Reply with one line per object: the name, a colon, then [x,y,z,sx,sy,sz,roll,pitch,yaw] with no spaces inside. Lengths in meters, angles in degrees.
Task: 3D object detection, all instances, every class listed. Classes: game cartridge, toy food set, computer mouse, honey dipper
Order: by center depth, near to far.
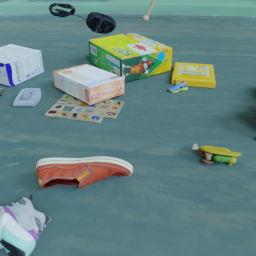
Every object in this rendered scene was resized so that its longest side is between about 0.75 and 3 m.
computer mouse: [-0.685,-1.745,4.382,1.089,0.319,0.185,9,58,-31]
toy food set: [2.090,0.680,6.755,1.139,0.372,0.670,9,10,10]
honey dipper: [0.941,-4.326,9.109,0.341,1.797,0.341,19,34,-13]
game cartridge: [-3.366,-1.039,9.507,0.738,0.230,1.109,3,33,-3]
game cartridge: [2.593,-2.131,11.113,1.617,0.298,1.835,6,32,9]

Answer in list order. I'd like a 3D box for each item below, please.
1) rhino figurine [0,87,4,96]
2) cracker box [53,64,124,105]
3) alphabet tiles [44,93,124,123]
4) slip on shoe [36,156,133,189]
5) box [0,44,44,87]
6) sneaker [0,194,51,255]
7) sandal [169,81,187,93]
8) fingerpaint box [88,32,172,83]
rhino figurine: [-4.584,-1.211,9.669,0.465,0.318,1.064,-2,31,-4]
cracker box: [-1.395,-1.594,9.831,1.498,0.645,2.237,-23,36,-37]
alphabet tiles: [-1.304,-0.724,9.134,2.173,0.082,1.816,8,33,12]
slip on shoe: [-0.916,0.995,6.011,2.061,0.763,0.631,-1,63,-8]
box: [-4.619,-2.519,11.087,1.678,0.957,1.825,18,36,24]
sneaker: [-2.204,1.581,5.119,1.656,0.644,1.159,19,35,11]
sandal: [1.808,-1.501,10.104,0.769,0.335,0.305,-18,39,-23]
fingerpaint box: [0.031,-3.065,11.848,2.389,1.050,2.864,-20,39,-27]
